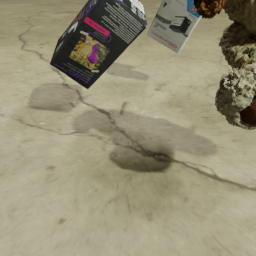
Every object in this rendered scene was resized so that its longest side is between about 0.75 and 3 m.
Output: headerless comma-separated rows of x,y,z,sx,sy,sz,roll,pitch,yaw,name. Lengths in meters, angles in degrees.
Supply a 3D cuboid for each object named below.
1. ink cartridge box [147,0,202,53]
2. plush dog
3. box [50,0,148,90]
1.545,-3.446,8.812,1.243,1.714,0.717,33,44,3,ink cartridge box
2.332,-1.721,4.294,2.909,2.498,2.334,-19,28,2,plush dog
-0.739,-2.310,6.903,1.198,2.259,1.381,33,34,-28,box
